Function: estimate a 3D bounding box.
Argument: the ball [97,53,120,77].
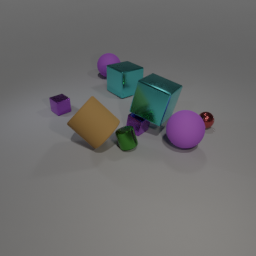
[{"bbox_3d":[-1.120,-3.700,16.537,1.400,1.400,1.400,0,31,0],"label":"ball"}]

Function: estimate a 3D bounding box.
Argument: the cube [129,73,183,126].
[{"bbox_3d":[1.107,-1.157,11.075,1.400,1.400,1.400,27,32,18],"label":"cube"}]

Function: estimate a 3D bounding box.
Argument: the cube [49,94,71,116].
[{"bbox_3d":[-3.124,-1.082,12.943,0.700,0.700,0.700,-25,39,-34],"label":"cube"}]

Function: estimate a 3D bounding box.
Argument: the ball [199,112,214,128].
[{"bbox_3d":[3.248,-0.337,11.703,0.700,0.700,0.700,0,31,0],"label":"ball"}]

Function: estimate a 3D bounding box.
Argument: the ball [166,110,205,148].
[{"bbox_3d":[2.095,0.042,10.225,1.400,1.400,1.400,0,31,0],"label":"ball"}]

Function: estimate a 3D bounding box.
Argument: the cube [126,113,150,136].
[{"bbox_3d":[0.425,-0.230,11.422,0.700,0.700,0.700,33,43,26],"label":"cube"}]

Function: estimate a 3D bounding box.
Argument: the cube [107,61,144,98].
[{"bbox_3d":[-0.165,-2.567,14.683,1.400,1.400,1.400,-20,36,-32],"label":"cube"}]

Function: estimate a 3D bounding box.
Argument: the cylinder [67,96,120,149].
[{"bbox_3d":[-1.254,-0.204,10.255,1.400,1.400,1.400,42,33,-10],"label":"cylinder"}]

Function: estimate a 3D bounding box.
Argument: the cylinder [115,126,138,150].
[{"bbox_3d":[-0.047,0.366,10.387,0.700,0.700,0.700,-16,19,6],"label":"cylinder"}]
